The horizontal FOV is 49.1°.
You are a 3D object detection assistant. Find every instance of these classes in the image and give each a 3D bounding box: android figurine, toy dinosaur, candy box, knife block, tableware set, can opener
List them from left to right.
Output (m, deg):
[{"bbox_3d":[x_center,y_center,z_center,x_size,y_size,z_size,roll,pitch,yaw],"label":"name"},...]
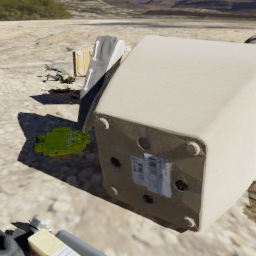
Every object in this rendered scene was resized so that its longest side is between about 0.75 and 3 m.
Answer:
[{"bbox_3d":[-3.233,-2.537,13.079,1.181,0.636,2.681,3,21,-29],"label":"toy dinosaur"},{"bbox_3d":[-0.908,1.906,3.828,1.059,0.611,0.293,18,31,33],"label":"candy box"},{"bbox_3d":[-1.728,0.356,7.430,1.446,0.297,1.316,-4,26,-4],"label":"android figurine"},{"bbox_3d":[-0.978,1.854,4.273,1.782,0.469,0.592,13,64,27],"label":"can opener"},{"bbox_3d":[-2.235,-1.504,11.128,2.053,0.412,1.357,19,31,34],"label":"tableware set"},{"bbox_3d":[-0.386,-2.058,9.432,2.476,0.792,2.174,-4,0,6],"label":"knife block"}]

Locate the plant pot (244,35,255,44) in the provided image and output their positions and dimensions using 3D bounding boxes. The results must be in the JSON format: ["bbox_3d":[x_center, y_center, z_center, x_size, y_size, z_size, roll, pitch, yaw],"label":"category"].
[{"bbox_3d":[5.484,-2.733,12.188,2.131,2.131,1.849,23,51,39],"label":"plant pot"}]

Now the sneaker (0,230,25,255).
[{"bbox_3d":[-2.353,1.585,3.991,2.351,1.067,0.893,9,29,19],"label":"sneaker"}]

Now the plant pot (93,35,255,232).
[{"bbox_3d":[0.936,0.106,5.327,2.872,2.869,2.543,16,38,30],"label":"plant pot"}]

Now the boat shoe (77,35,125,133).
[{"bbox_3d":[-0.722,-0.986,6.136,0.624,2.189,0.732,21,-4,12],"label":"boat shoe"}]
